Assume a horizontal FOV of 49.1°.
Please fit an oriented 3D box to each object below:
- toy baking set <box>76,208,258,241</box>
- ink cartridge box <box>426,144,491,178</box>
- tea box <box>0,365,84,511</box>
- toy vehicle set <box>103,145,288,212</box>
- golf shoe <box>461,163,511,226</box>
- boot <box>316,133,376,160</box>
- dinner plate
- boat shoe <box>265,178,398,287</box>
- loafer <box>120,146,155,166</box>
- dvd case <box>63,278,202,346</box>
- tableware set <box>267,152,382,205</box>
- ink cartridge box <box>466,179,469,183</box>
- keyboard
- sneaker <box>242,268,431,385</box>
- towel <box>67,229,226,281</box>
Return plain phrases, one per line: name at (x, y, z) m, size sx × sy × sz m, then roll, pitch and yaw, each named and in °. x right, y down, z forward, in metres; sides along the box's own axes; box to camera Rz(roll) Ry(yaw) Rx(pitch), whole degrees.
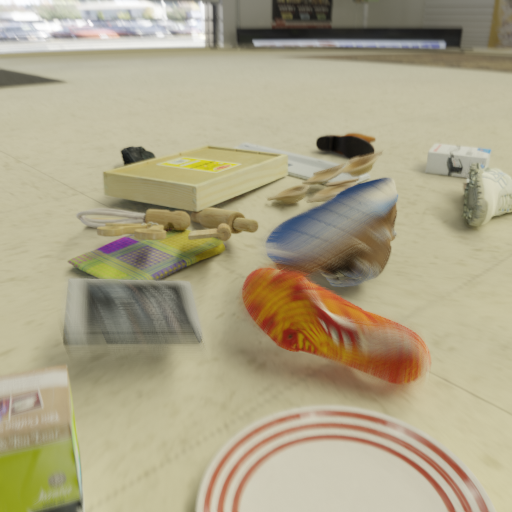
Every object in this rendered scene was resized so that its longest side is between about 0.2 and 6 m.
toy baking set at (-1.501, -0.587, 8.903) m, size 2.384 × 0.361 × 3.106 m, roll -1°, pitch 9°, yaw -29°
ink cartridge box at (4.587, -2.145, 12.706) m, size 1.252 × 0.524 × 0.908 m, roll 12°, pitch 28°, yaw 24°
tea box at (-1.903, 1.536, 4.153) m, size 1.119 × 1.101 × 0.748 m, roll -6°, pitch 26°, yaw -18°
toy vehicle set at (-1.094, -1.690, 11.475) m, size 2.171 × 0.463 × 3.493 m, roll 13°, pitch 24°, yaw 28°
golf shoe at (4.394, -1.124, 10.192) m, size 1.138 × 0.917 × 2.342 m, roll 15°, pitch 29°, yaw 17°
boot at (2.621, -2.846, 14.447) m, size 1.612 × 0.586 × 1.712 m, roll 10°, pitch 18°, yaw 37°
dinner plate at (0.672, 1.968, 4.259) m, size 2.245 × 0.272 × 2.245 m, roll -1°, pitch 25°, yaw 0°
boat shoe at (1.272, -0.212, 7.491) m, size 1.122 × 1.124 × 3.105 m, roll -10°, pitch 13°, yaw 39°
loafer at (-2.561, -2.116, 12.479) m, size 0.676 × 0.654 × 1.926 m, roll -18°, pitch 26°, yaw -14°
dvd case at (-1.313, 0.583, 5.958) m, size 1.348 × 0.167 × 1.013 m, roll 2°, pitch 30°, yaw -16°
tableware set at (1.368, -1.446, 10.740) m, size 1.789 × 0.248 × 2.142 m, roll -6°, pitch 25°, yaw 44°
ink cartridge box at (4.814, -1.434, 11.657) m, size 0.822 × 0.206 × 0.667 m, roll 1°, pitch 24°, yaw 22°
keyboard at (0.732, -2.159, 13.210) m, size 3.955 × 0.211 × 1.113 m, roll 22°, pitch 38°, yaw 39°
sneaker at (0.790, 0.772, 5.963) m, size 2.100 × 0.766 × 0.810 m, roll 27°, pitch 3°, yaw 14°
towel at (-1.595, -0.010, 8.528) m, size 1.465 × 0.232 × 2.040 m, roll 20°, pitch 33°, yaw 35°
